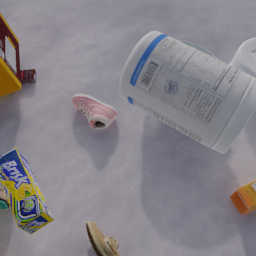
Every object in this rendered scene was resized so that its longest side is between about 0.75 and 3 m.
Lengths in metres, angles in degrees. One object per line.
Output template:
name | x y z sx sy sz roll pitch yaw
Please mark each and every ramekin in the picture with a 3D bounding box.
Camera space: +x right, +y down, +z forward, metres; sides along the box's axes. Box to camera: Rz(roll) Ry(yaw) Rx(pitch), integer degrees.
ramekin | 4.482 -1.901 9.152 2.335 1.138 2.335 0 57 0

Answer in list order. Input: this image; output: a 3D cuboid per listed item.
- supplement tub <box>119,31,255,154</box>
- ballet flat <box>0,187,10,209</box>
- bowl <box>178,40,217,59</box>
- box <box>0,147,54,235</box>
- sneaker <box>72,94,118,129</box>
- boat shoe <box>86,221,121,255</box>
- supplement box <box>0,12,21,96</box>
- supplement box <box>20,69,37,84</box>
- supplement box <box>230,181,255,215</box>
supplement tub | 1.202 -0.740 5.636 2.436 1.607 1.607 31 62 13
ballet flat | -3.711 1.701 7.255 1.633 0.556 0.549 13 37 3
bowl | 1.443 -1.361 8.736 2.761 1.241 2.761 0 57 0
box | -2.215 1.273 5.882 0.560 0.611 1.743 -31 59 -12
sneaker | -1.154 -0.473 8.548 1.537 0.579 0.804 22 55 9
boat shoe | -0.456 2.811 6.489 0.504 0.557 1.562 -25 67 -25
supplement box | -4.734 -2.626 8.651 1.692 2.513 2.548 -18 57 1
supplement box | -3.570 -1.758 9.590 0.791 0.241 0.431 -5 58 -2
supplement box | 3.577 1.595 7.217 1.741 0.579 0.599 -21 60 -12
